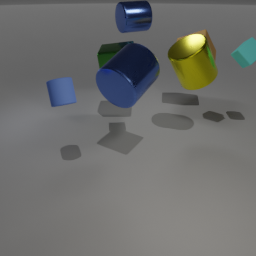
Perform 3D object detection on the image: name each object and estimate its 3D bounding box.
[{"bbox_3d":[3.039,-3.279,12.635,1.400,1.400,1.400,-8,55,34],"label":"cube"},{"bbox_3d":[-0.393,-2.655,11.548,1.400,1.400,1.400,-5,30,6],"label":"cube"},{"bbox_3d":[0.006,-1.538,8.244,1.400,1.400,1.400,18,52,31],"label":"cylinder"},{"bbox_3d":[-1.823,-0.979,7.688,0.700,0.700,0.700,-11,5,1],"label":"cylinder"},{"bbox_3d":[4.289,-2.688,10.057,0.700,0.700,0.700,-43,2,1],"label":"cube"},{"bbox_3d":[2.284,-2.298,9.845,1.400,1.400,1.400,-21,40,18],"label":"cylinder"},{"bbox_3d":[0.262,-5.398,13.596,1.400,1.400,1.400,-13,30,-20],"label":"cylinder"}]
